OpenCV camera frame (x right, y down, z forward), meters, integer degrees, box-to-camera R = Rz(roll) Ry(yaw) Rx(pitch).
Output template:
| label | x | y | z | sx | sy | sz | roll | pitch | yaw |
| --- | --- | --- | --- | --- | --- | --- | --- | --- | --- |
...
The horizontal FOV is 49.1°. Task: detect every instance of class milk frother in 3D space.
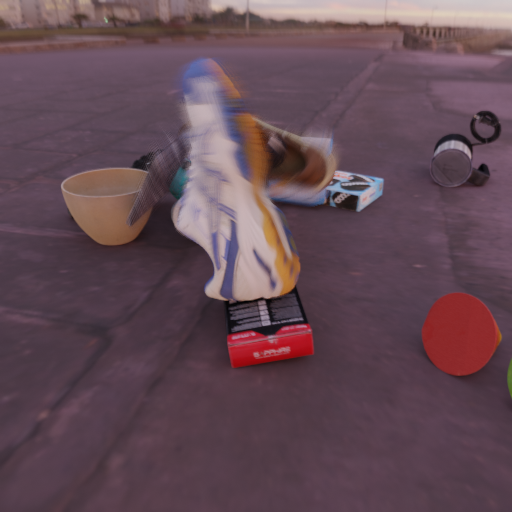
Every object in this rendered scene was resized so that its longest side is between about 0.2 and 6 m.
| label | x | y | z | sx | sy | sz | roll | pitch | yaw |
| --- | --- | --- | --- | --- | --- | --- | --- | --- | --- |
| milk frother | 5.392 | -2.785 | 14.405 | 1.560 | 1.729 | 1.626 | 12 | 28 | 15 |

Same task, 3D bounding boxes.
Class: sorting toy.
| label | x | y | z | sx | sy | sz | roll | pitch | yaw |
| --- | --- | --- | --- | --- | --- | --- | --- | --- | --- |
| sorting toy | 3.636 | 1.429 | 6.802 | 1.109 | 1.117 | 3.222 | 10 | 12 | -41 |

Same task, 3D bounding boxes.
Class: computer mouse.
| label | x | y | z | sx | sy | sz | roll | pitch | yaw |
| --- | --- | --- | --- | --- | --- | --- | --- | --- | --- |
| computer mouse | -0.354 | -1.858 | 9.274 | 0.453 | 1.190 | 1.718 | -21 | 59 | -43 |

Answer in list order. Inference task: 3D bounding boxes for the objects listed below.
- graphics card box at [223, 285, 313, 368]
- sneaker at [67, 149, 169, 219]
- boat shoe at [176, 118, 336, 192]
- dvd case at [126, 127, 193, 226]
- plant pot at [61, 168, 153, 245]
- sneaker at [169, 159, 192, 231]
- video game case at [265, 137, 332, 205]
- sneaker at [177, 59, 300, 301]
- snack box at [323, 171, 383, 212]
| label | x | y | z | sx | sy | sz | roll | pitch | yaw |
| --- | --- | --- | --- | --- | --- | --- | --- | --- | --- |
| graphics card box | 0.111 | 0.852 | 8.121 | 1.134 | 0.460 | 1.808 | -10 | 27 | -2 |
| sneaker | -2.876 | -1.383 | 12.462 | 2.654 | 1.052 | 0.981 | -25 | 40 | -12 |
| boat shoe | -0.219 | -2.078 | 10.611 | 3.396 | 1.254 | 1.256 | 14 | 8 | 25 |
| dvd case | -1.599 | -1.331 | 9.437 | 0.131 | 1.640 | 1.220 | 37 | 44 | -1 |
| plant pot | -2.841 | -0.908 | 11.070 | 1.777 | 1.193 | 1.777 | 0 | 25 | 0 |
| sneaker | -1.264 | -1.325 | 11.823 | 1.794 | 1.243 | 2.972 | 19 | 24 | 25 |
| video game case | 0.590 | -2.050 | 13.036 | 2.173 | 1.555 | 0.193 | 7 | -10 | 13 |
| sneaker | -0.584 | -0.916 | 7.687 | 1.477 | 3.352 | 1.262 | -15 | 6 | 20 |
| snack box | 1.693 | -1.691 | 13.572 | 2.388 | 0.443 | 1.387 | 16 | 30 | 29 |
